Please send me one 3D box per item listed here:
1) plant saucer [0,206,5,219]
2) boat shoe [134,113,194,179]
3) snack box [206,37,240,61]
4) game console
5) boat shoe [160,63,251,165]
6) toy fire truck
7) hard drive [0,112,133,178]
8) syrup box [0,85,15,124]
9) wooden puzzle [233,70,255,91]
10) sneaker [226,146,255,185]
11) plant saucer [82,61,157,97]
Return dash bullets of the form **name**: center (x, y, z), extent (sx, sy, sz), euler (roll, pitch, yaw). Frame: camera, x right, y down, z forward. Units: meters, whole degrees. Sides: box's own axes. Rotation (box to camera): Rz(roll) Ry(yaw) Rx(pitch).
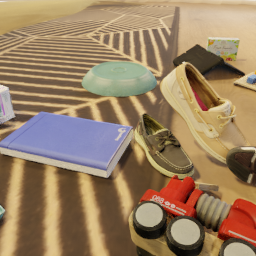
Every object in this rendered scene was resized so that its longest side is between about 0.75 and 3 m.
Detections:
- **plant saucer**: center (-3.330, 1.349, 5.541), extent (2.266, 0.215, 0.792), euler (23, 38, 35)
- **boat shoe**: center (0.781, 0.348, 6.708), extent (0.791, 0.728, 2.214), euler (-13, 33, -21)
- **snack box**: center (4.520, -3.809, 13.487), extent (1.430, 1.017, 0.379), euler (3, 31, 7)
- **game console**: center (3.475, -2.671, 12.341), extent (2.115, 1.400, 2.405), euler (-32, 32, 5)
- **boat shoe**: center (1.909, -0.311, 6.393), extent (2.771, 0.959, 1.022), euler (48, 53, 4)
- **toy fire truck**: center (1.324, 1.424, 4.581), extent (1.921, 1.404, 2.183), euler (17, 45, 28)
- **hard drive**: center (-1.489, 0.299, 7.154), extent (2.816, 0.357, 1.858), euler (10, 32, 16)
- **syrup box**: center (-4.711, -0.891, 8.570), extent (2.452, 0.966, 0.999), euler (19, 35, 28)
- **wooden puzzle**: center (5.184, -1.795, 10.672), extent (1.630, 0.407, 1.760), euler (-27, 40, -37)
- **sneaker**: center (3.218, 0.703, 6.187), extent (2.210, 0.836, 1.276), euler (14, 27, 5)
- **plant saucer**: center (-0.339, -2.066, 11.019), extent (2.986, 0.537, 2.986), euler (0, 31, 0)
